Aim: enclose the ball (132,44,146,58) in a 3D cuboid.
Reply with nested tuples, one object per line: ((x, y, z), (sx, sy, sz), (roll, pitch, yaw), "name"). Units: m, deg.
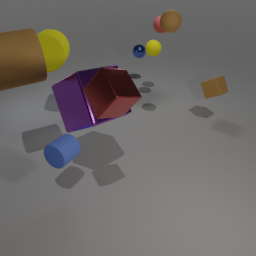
((0.586, -4.017, 14.672), (0.700, 0.700, 0.700), (0, 32, 0), "ball")

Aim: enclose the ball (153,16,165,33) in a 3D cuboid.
((1.428, -4.425, 11.970), (0.700, 0.700, 0.700), (0, 32, 0), "ball")

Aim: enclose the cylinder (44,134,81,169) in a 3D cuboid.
((-1.735, 0.605, 7.419), (0.700, 0.700, 0.700), (15, 31, 22), "cylinder")

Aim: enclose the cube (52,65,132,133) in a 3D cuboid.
((-1.003, -0.794, 7.737), (1.400, 1.400, 1.400), (-22, 6, -41), "cube")

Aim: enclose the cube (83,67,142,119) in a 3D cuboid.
((-0.308, -0.670, 5.455), (0.700, 0.700, 0.700), (-7, 63, -47), "cube")

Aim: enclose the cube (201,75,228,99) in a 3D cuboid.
((3.483, -1.641, 11.254), (0.700, 0.700, 0.700), (-22, 7, -42), "cube")

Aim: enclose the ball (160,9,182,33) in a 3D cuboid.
((1.373, -3.428, 8.989), (0.700, 0.700, 0.700), (0, 32, 0), "ball")

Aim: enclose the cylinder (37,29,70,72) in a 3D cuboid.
((-3.027, -2.998, 10.784), (1.400, 1.400, 1.400), (-2, 26, -4), "cylinder")

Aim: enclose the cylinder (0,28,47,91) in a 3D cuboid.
((-3.013, -1.784, 7.342), (1.400, 1.400, 1.400), (-18, 36, -21), "cylinder")

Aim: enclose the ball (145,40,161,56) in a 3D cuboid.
((1.107, -3.484, 12.228), (0.700, 0.700, 0.700), (0, 32, 0), "ball")
